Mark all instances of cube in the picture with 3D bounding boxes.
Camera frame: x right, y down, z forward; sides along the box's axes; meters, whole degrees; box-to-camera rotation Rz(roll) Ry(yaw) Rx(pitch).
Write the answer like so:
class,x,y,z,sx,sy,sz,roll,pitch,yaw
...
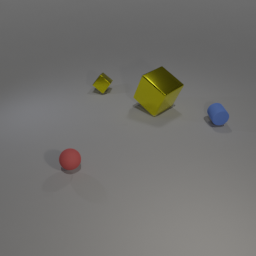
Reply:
class,x,y,z,sx,sy,sz,roll,pitch,yaw
cube,-1.300,-2.338,14.501,0.700,0.700,0.700,38,22,-8
cube,1.346,-1.646,12.549,1.400,1.400,1.400,-31,67,-37

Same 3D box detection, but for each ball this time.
class,x,y,z,sx,sy,sz,roll,pitch,yaw
ball,-1.863,1.005,9.016,0.700,0.700,0.700,0,31,0

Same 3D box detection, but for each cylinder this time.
class,x,y,z,sx,sy,sz,roll,pitch,yaw
cylinder,3.749,-0.583,11.677,0.700,0.700,0.700,-3,35,-5
